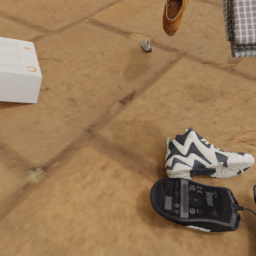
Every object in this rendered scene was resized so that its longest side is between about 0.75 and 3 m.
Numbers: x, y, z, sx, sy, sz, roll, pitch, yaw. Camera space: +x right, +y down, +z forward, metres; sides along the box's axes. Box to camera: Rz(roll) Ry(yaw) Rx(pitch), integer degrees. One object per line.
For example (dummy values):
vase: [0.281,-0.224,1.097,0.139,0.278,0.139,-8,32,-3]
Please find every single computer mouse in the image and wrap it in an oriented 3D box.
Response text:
computer mouse: [1.808,2.068,5.867,2.771,0.638,1.946,5,51,-2]

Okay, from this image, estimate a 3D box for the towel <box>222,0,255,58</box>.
towel: [2.212,-1.945,4.473,1.256,0.649,1.517,-3,83,2]

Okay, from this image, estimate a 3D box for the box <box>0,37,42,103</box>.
box: [-3.691,-1.899,9.047,1.359,1.065,2.186,2,41,-29]

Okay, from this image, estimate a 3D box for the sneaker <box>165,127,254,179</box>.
sneaker: [1.956,0.522,7.101,2.139,0.854,1.392,-10,54,5]

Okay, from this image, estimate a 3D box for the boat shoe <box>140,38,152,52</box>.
boat shoe: [0.749,-3.331,11.321,0.294,0.341,0.938,29,27,-34]

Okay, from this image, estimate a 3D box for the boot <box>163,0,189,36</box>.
boot: [1.470,-3.866,8.333,0.743,2.018,1.561,7,4,8]
